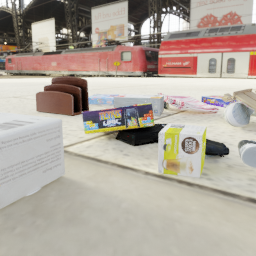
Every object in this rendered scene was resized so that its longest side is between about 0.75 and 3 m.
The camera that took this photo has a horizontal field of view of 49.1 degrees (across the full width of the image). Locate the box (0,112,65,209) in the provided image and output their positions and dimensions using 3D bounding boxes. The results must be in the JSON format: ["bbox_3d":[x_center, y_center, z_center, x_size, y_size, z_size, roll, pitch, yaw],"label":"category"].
[{"bbox_3d":[-2.211,0.439,4.667,1.666,1.089,1.658,6,14,25],"label":"box"}]

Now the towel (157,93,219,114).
[{"bbox_3d":[2.613,-1.197,12.531,1.843,0.377,2.519,5,17,-22],"label":"towel"}]

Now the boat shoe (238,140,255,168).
[{"bbox_3d":[2.513,0.568,4.691,1.406,0.519,0.480,17,24,2],"label":"boat shoe"}]

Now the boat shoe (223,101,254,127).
[{"bbox_3d":[3.748,-0.442,9.742,0.785,0.864,2.350,-28,-5,40],"label":"boat shoe"}]

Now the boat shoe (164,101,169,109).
[{"bbox_3d":[1.717,-1.084,13.133,0.347,0.415,1.113,-10,13,-1],"label":"boat shoe"}]

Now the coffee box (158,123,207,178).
[{"bbox_3d":[1.072,0.405,5.439,0.802,0.810,0.811,5,13,20],"label":"coffee box"}]

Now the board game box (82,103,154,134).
[{"bbox_3d":[-0.170,-0.319,8.021,1.801,0.618,2.179,-6,4,4],"label":"board game box"}]

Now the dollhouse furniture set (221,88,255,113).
[{"bbox_3d":[4.418,-0.483,9.241,2.071,1.011,1.766,-12,35,-17],"label":"dollhouse furniture set"}]

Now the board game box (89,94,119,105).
[{"bbox_3d":[-1.354,-1.613,15.545,1.496,0.362,1.978,1,13,6],"label":"board game box"}]

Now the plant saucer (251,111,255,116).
[{"bbox_3d":[6.033,-1.016,12.125,2.808,0.705,2.808,0,12,0],"label":"plant saucer"}]

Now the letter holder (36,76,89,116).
[{"bbox_3d":[-2.845,-1.431,12.061,2.148,1.526,1.080,8,15,30],"label":"letter holder"}]

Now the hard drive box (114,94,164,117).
[{"bbox_3d":[0.503,-0.996,11.910,1.933,0.742,1.506,2,12,12],"label":"hard drive box"}]

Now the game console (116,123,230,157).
[{"bbox_3d":[1.072,0.300,7.032,1.722,0.352,2.920,-8,13,-32],"label":"game console"}]

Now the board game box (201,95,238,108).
[{"bbox_3d":[4.867,-1.399,14.502,1.212,0.404,1.803,-7,14,-27],"label":"board game box"}]
